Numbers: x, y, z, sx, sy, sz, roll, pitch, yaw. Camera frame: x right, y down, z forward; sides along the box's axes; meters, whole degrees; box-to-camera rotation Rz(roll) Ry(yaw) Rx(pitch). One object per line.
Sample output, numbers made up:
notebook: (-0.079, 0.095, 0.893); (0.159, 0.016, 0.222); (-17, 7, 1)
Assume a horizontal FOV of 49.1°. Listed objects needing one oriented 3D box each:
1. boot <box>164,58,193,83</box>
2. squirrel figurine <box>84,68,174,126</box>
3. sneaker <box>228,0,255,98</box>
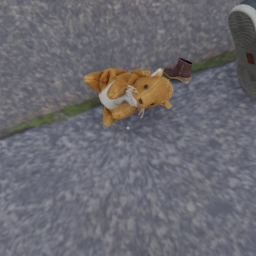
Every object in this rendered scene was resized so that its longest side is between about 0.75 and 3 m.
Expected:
boot: (1.450, -1.745, 8.092); (0.901, 0.749, 0.326); (31, 59, 24)
squirrel figurine: (0.317, -1.005, 7.137); (2.066, 1.929, 1.462); (-30, 109, -41)
sneaker: (3.689, -2.121, 7.245); (1.570, 2.955, 1.105); (-39, 40, -10)
